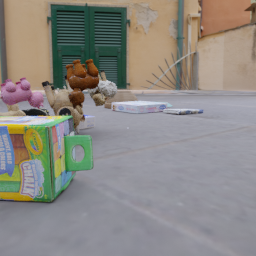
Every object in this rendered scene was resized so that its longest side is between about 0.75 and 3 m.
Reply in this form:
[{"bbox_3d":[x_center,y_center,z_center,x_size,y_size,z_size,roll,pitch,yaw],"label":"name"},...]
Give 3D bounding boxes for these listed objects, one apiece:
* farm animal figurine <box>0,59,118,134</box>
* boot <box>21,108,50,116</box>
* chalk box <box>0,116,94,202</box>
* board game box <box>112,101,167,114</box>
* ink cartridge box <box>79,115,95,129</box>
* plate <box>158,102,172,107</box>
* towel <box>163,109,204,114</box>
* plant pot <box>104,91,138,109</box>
[{"bbox_3d":[-1.752,-0.445,6.819,2.815,1.468,2.784,-17,2,11],"label":"farm animal figurine"},{"bbox_3d":[-3.199,-0.517,10.332,1.352,0.488,1.021,4,9,28],"label":"boot"},{"bbox_3d":[-1.238,0.349,3.695,1.529,0.951,0.946,-1,9,7],"label":"chalk box"},{"bbox_3d":[0.551,-1.040,13.726,1.967,0.406,1.972,-8,12,-39],"label":"board game box"},{"bbox_3d":[-1.875,-0.142,8.439,0.784,0.369,1.668,10,13,42],"label":"ink cartridge box"},{"bbox_3d":[1.686,-1.382,16.367,1.842,0.235,1.842,-1,10,0],"label":"plate"},{"bbox_3d":[2.526,-0.764,12.809,1.568,0.187,1.151,-4,8,-32],"label":"towel"},{"bbox_3d":[-0.317,-1.593,15.532,2.022,0.933,2.022,-1,10,0],"label":"plant pot"}]
